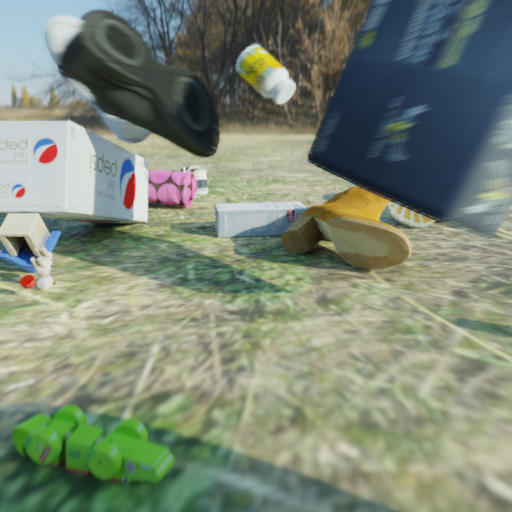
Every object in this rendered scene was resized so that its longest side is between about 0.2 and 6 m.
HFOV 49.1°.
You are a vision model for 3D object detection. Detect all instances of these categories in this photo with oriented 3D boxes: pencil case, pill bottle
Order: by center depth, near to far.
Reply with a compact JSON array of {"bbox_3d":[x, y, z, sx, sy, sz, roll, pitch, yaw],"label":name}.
[{"bbox_3d":[0.187,-3.222,10.049,1.065,0.600,0.600,48,35,17],"label":"pill bottle"},{"bbox_3d":[-2.610,-1.679,13.904,2.335,1.060,1.094,6,-16,15],"label":"pencil case"}]

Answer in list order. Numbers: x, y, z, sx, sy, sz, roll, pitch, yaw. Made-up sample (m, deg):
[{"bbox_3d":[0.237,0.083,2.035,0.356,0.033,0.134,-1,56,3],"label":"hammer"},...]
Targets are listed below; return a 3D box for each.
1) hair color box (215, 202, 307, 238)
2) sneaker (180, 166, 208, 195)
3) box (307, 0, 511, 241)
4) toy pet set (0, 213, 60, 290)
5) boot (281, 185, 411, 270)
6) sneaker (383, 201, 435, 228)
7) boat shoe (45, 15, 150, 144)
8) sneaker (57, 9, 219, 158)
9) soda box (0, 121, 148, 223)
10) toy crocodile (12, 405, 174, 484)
[{"bbox_3d":[0.095,-0.729,11.101,1.779,0.539,0.881,-3,15,-7],"label":"hair color box"},{"bbox_3d":[-1.910,-2.274,16.477,0.753,0.762,1.920,-9,16,-27],"label":"sneaker"},{"bbox_3d":[2.288,-2.330,6.631,0.914,3.582,2.825,14,15,-33],"label":"box"},{"bbox_3d":[-3.533,0.135,8.029,1.547,0.821,1.444,1,48,8],"label":"toy pet set"},{"bbox_3d":[1.801,-0.649,9.266,1.850,0.909,2.585,-38,27,-33],"label":"boot"},{"bbox_3d":[3.438,-1.066,12.006,2.415,0.914,1.059,2,5,-30],"label":"sneaker"},{"bbox_3d":[-2.967,-3.358,9.994,1.074,2.907,1.239,-33,-9,-5],"label":"boat shoe"},{"bbox_3d":[-1.699,-2.424,8.497,1.267,1.060,2.791,-15,-41,41],"label":"sneaker"},{"bbox_3d":[-3.138,-1.344,10.098,1.301,1.392,4.087,1,1,6],"label":"soda box"},{"bbox_3d":[-1.156,1.339,3.873,1.213,0.375,0.410,9,16,13],"label":"toy crocodile"}]
